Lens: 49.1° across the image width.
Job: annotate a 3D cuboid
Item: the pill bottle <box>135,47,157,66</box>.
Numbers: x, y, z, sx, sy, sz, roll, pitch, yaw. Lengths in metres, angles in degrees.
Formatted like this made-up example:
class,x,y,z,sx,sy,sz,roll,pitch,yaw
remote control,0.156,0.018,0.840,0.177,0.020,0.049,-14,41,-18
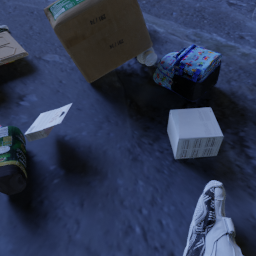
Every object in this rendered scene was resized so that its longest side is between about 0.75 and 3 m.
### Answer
class,x,y,z,sx,sy,sz,roll,pitch,yaw
pill bottle,0.516,-2.774,10.151,0.690,0.690,1.244,-21,50,-19

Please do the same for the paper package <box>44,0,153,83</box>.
class,x,y,z,sx,sy,sz,roll,pitch,yaw
paper package,-0.844,-3.167,8.907,2.624,2.501,1.357,-31,51,0

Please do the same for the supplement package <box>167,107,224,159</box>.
class,x,y,z,sx,sy,sz,roll,pitch,yaw
supplement package,1.687,0.129,7.253,1.104,0.812,1.056,-4,46,-4

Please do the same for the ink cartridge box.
class,x,y,z,sx,sy,sz,roll,pitch,yaw
ink cartridge box,-1.952,-0.157,7.169,1.019,0.259,1.156,-16,27,14

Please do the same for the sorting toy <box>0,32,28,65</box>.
class,x,y,z,sx,sy,sz,roll,pitch,yaw
sorting toy,-5.172,-2.717,10.327,2.313,0.456,2.498,-28,48,-25

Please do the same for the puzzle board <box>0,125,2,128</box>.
class,x,y,z,sx,sy,sz,roll,pitch,yaw
puzzle board,-4.014,0.300,7.556,0.998,0.115,1.324,33,54,26

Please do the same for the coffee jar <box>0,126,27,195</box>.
class,x,y,z,sx,sy,sz,roll,pitch,yaw
coffee jar,-2.801,0.752,6.647,0.675,0.825,1.581,-14,48,-7

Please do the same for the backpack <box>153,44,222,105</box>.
class,x,y,z,sx,sy,sz,roll,pitch,yaw
backpack,1.797,-1.867,8.901,1.861,1.252,1.699,32,54,28

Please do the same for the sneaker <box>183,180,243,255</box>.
class,x,y,z,sx,sy,sz,roll,pitch,yaw
sneaker,1.829,2.287,5.095,1.508,0.986,2.623,16,53,14

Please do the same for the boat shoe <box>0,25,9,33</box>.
class,x,y,z,sx,sy,sz,roll,pitch,yaw
boat shoe,-5.436,-4.105,11.693,0.866,0.318,0.289,-24,50,-23
